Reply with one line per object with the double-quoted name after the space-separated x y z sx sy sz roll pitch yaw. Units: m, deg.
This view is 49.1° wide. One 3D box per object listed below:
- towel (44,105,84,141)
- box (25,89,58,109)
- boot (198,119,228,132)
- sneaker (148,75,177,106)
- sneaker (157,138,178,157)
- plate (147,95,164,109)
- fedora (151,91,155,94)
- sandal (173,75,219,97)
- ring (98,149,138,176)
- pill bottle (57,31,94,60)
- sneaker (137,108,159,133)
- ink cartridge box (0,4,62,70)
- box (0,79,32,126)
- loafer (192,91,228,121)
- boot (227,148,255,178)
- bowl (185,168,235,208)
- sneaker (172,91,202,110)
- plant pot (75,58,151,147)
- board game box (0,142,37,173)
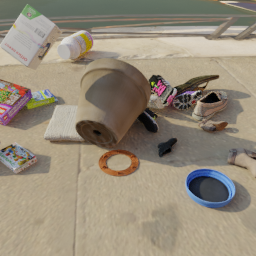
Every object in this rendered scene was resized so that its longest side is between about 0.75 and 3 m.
-2.454 -0.225 11.687 1.606 0.418 2.424 0 35 2 "towel"
-4.237 -1.431 13.523 1.489 0.355 0.908 -19 41 -26 "box"
3.493 -0.173 11.649 1.096 0.385 0.801 -16 31 -30 "boot"
1.517 -1.883 13.312 1.117 0.942 2.553 29 22 -18 "sneaker"
1.501 0.718 10.376 1.010 0.303 0.527 -19 38 -18 "sneaker"
0.801 -1.210 12.643 1.502 0.243 1.499 13 -9 19 "plate"
0.701 -1.504 13.342 1.185 0.541 1.185 7 14 -2 "fedora"
3.348 -2.023 14.106 2.714 0.741 1.109 -27 20 -13 "sandal"
-0.336 1.166 9.833 1.406 0.135 1.406 0 34 0 "ring"
-3.510 -5.460 18.614 1.428 1.428 2.739 13 36 19 "pill bottle"
0.968 -0.451 11.800 0.738 0.639 1.783 -13 36 -19 "sneaker"
-3.175 -2.935 9.205 1.197 1.647 0.721 37 4 3 "ink cartridge box"
-6.146 -1.381 12.548 2.956 0.578 2.023 18 50 11 "box"
3.874 -1.222 12.757 0.978 0.855 2.720 25 41 32 "loafer"
3.923 1.175 9.605 0.977 0.469 1.336 5 33 19 "boot"
2.511 1.848 8.662 1.482 0.291 1.482 0 34 0 "bowl"
2.707 -1.340 13.281 1.880 0.758 0.784 -16 21 -37 "sneaker"
-0.767 -0.750 10.620 2.861 2.861 2.483 10 54 14 "plant pot"
-3.981 1.032 9.931 1.345 0.233 0.849 25 42 32 "board game box"
